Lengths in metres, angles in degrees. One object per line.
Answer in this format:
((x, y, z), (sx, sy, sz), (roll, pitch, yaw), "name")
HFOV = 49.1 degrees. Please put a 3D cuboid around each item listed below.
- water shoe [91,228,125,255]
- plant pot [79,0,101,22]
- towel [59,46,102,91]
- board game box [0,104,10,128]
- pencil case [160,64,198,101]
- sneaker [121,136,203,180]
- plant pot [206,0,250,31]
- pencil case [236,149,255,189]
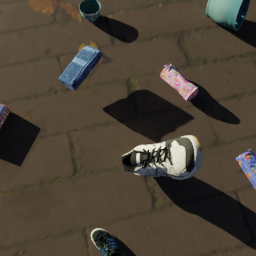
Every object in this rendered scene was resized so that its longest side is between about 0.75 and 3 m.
((-0.470, 3.316, 7.669), (0.507, 0.559, 1.417), (-43, 74, -15), "water shoe")
((-1.429, -4.447, 10.741), (0.819, 0.548, 0.819), (0, 68, 0), "plant pot")
((-1.572, -2.007, 9.150), (0.863, 0.375, 1.545), (30, 80, 34), "towel")
((-5.088, -0.345, 9.178), (1.875, 0.434, 1.420), (19, 70, 7), "board game box")
((1.749, -1.561, 9.570), (0.620, 0.620, 1.419), (-38, 72, -14), "pencil case")
((0.742, 0.877, 7.339), (1.221, 2.784, 1.053), (3, 73, -26), "sneaker")
((3.657, -4.444, 10.411), (1.261, 1.342, 1.342), (25, 70, 26), "plant pot")
((3.861, 1.335, 8.469), (0.590, 0.530, 1.358), (-22, 70, -15), "pencil case")
